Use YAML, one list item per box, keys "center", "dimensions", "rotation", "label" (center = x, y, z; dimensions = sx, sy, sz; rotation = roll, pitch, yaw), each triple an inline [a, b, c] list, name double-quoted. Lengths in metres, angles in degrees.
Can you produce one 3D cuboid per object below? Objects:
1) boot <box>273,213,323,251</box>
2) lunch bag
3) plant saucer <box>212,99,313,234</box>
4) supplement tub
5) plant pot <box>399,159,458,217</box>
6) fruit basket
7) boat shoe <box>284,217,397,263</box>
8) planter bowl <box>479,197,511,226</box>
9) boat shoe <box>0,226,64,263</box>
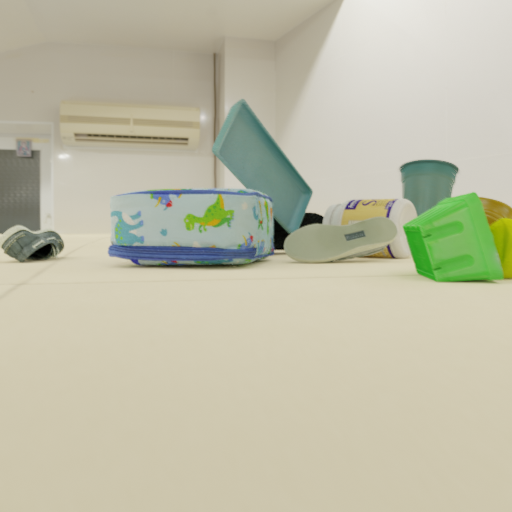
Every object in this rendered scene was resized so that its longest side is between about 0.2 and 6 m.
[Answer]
- center: [0.253, -0.438, 12.094]
  dimensions: [2.328, 0.861, 1.908]
  rotation: [-2, 0, -34]
  label: "boot"
- center: [-0.899, -0.444, 8.498]
  dimensions: [2.197, 1.127, 2.733]
  rotation: [2, 3, 8]
  label: "lunch bag"
- center: [0.183, -1.456, 10.011]
  dimensions: [0.289, 1.065, 3.047]
  rotation: [13, -17, 35]
  label: "plant saucer"
- center: [2.058, -0.495, 10.145]
  dimensions: [1.472, 1.070, 1.070]
  rotation: [3, 4, 36]
  label: "supplement tub"
- center: [3.469, -1.227, 11.409]
  dimensions: [1.164, 1.140, 1.164]
  rotation: [8, -11, 1]
  label: "plant pot"
- center: [2.388, -0.175, 5.971]
  dimensions: [1.441, 1.040, 1.441]
  rotation: [-18, 1, 0]
  label: "fruit basket"
- center: [1.309, -0.154, 8.785]
  dimensions: [1.789, 0.624, 0.637]
  rotation: [-10, -25, -6]
  label: "boat shoe"
- center: [5.401, -0.751, 14.277]
  dimensions: [2.111, 0.879, 2.111]
  rotation: [-6, 27, 3]
  label: "planter bowl"
- center: [-3.623, -0.093, 9.346]
  dimensions: [0.544, 0.641, 1.760]
  rotation: [44, 0, 6]
  label: "boat shoe"
